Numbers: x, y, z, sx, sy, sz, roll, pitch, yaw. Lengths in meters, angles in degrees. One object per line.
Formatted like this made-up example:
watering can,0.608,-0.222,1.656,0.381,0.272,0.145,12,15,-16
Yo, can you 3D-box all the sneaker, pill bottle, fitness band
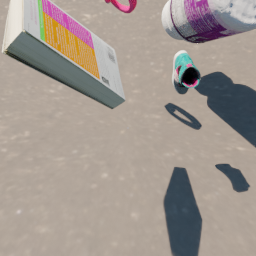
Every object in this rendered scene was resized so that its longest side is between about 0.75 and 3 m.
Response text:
sneaker,1.199,-0.966,5.714,0.448,1.072,0.647,-16,48,-1
pill bottle,1.955,-2.927,6.699,1.642,2.925,1.642,-3,100,-17
fitness band,-0.286,-3.170,6.401,0.913,1.271,0.238,24,73,36

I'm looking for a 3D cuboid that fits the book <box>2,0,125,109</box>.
book,-0.910,-1.315,4.608,0.497,2.070,1.383,-31,52,29
